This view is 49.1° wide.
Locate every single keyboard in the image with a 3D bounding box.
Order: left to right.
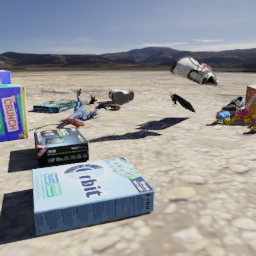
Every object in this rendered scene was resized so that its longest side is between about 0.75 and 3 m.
[{"bbox_3d":[2.443,-1.041,12.776,1.158,0.441,2.225,36,5,21],"label":"keyboard"}]

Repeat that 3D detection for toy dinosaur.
[{"bbox_3d":[-1.959,-0.560,12.751,1.403,2.673,2.425,42,50,6],"label":"toy dinosaur"}]

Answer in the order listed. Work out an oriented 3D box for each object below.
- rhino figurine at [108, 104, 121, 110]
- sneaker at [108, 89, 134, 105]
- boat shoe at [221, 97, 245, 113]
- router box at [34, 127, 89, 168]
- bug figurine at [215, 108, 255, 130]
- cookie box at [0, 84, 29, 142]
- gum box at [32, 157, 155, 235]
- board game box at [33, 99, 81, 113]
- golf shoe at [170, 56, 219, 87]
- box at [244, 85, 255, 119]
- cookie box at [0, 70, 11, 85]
[{"bbox_3d":[-0.763,-1.172,15.517,0.421,0.288,0.963,2,8,-39],"label":"rhino figurine"},{"bbox_3d":[-0.760,-1.939,17.346,1.381,0.860,2.576,7,13,27],"label":"sneaker"},{"bbox_3d":[5.656,-1.276,15.103,0.805,0.695,2.215,14,20,41],"label":"boat shoe"},{"bbox_3d":[-2.081,0.525,8.555,1.419,0.588,1.894,-6,16,-21],"label":"router box"},{"bbox_3d":[5.119,-0.439,12.057,1.972,0.654,2.543,-13,19,-40],"label":"bug figurine"},{"bbox_3d":[-4.754,-0.490,9.716,2.296,1.964,0.863,-10,21,-31],"label":"cookie box"},{"bbox_3d":[-0.830,1.275,5.905,2.226,0.496,1.891,-5,16,-18],"label":"gum box"},{"bbox_3d":[-3.941,-1.280,15.827,1.621,0.337,2.396,6,16,20],"label":"board game box"},{"bbox_3d":[2.667,-2.167,10.958,2.194,0.847,0.967,4,38,-32],"label":"golf shoe"},{"bbox_3d":[6.601,-1.256,13.625,1.104,1.409,2.265,2,15,6],"label":"box"},{"bbox_3d":[-6.325,-1.218,11.804,1.015,2.310,2.700,13,19,30],"label":"cookie box"}]
